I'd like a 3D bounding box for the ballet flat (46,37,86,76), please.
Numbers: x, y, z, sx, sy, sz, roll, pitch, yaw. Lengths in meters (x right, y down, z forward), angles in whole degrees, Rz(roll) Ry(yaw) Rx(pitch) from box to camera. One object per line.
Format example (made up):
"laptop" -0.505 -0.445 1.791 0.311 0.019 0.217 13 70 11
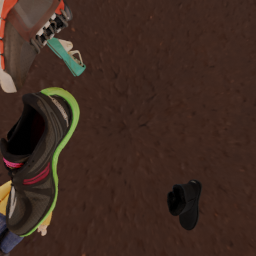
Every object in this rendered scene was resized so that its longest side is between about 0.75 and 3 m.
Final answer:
"ballet flat" -1.384 -1.720 6.428 0.449 1.275 0.429 -37 52 3

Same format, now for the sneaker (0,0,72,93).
"sneaker" -1.367 -1.702 4.282 1.009 0.950 2.465 10 83 -19

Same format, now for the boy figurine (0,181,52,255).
"boy figurine" -2.161 1.641 5.807 1.390 0.720 2.236 36 88 5

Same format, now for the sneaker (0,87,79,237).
"sneaker" -1.488 0.501 4.099 0.896 0.979 2.336 21 101 29

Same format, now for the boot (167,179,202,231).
"boot" 1.132 1.673 5.843 0.453 0.998 1.187 16 100 37
